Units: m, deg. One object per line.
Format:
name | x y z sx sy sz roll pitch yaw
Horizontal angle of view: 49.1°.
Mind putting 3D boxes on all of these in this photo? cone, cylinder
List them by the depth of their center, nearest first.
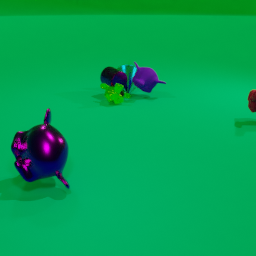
cylinder | -0.562 -1.951 11.119 0.807 0.807 0.807 -18 36 -34
cone | -0.019 -1.796 11.771 1.205 1.205 1.209 0 51 -1

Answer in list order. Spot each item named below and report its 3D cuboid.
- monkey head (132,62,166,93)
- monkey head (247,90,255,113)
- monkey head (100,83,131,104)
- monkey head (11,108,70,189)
monkey head | 0.673 -1.939 10.895 1.548 0.933 1.114 36 6 8
monkey head | 4.132 -0.886 8.629 0.736 1.222 0.879 -1 -14 12
monkey head | -0.440 -1.371 10.430 1.242 0.894 0.749 21 34 -11
monkey head | -1.722 0.533 5.769 1.047 1.738 1.251 -16 -16 -9
